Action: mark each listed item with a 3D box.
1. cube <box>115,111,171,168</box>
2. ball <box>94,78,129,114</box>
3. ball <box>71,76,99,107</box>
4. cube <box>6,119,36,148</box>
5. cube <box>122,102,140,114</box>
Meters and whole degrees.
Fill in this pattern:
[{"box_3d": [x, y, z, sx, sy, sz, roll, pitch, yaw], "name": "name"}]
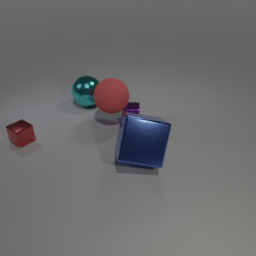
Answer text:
[{"box_3d": [0.422, 0.328, 8.962, 1.400, 1.400, 1.400, 10, 8, -8], "name": "cube"}, {"box_3d": [-0.647, -1.261, 11.020, 1.400, 1.400, 1.400, 0, 32, 0], "name": "ball"}, {"box_3d": [-1.852, -1.668, 12.707, 1.400, 1.400, 1.400, 0, 32, 0], "name": "ball"}, {"box_3d": [-3.984, 0.203, 10.435, 0.700, 0.700, 0.700, 23, 39, 32], "name": "cube"}, {"box_3d": [0.133, -0.622, 11.736, 0.700, 0.700, 0.700, 1, 32, 2], "name": "cube"}]
